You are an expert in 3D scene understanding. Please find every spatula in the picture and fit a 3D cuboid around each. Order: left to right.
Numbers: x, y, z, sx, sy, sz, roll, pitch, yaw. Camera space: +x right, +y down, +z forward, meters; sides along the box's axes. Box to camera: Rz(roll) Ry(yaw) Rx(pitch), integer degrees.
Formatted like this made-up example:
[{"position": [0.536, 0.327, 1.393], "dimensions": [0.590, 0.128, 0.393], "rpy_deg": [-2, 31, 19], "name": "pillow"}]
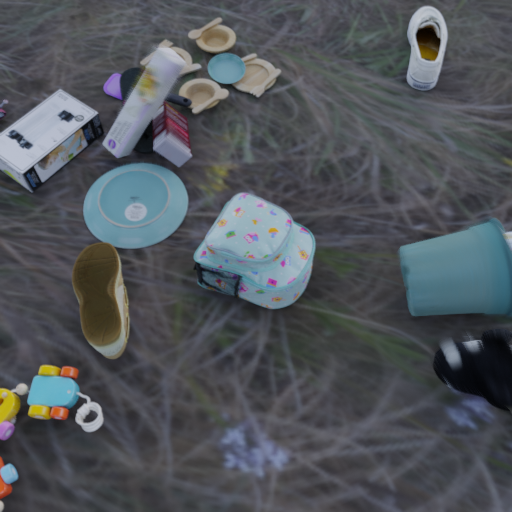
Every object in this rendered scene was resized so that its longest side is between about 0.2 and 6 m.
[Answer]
[{"position": [-2.598, -3.908, 13.478], "dimensions": [2.454, 0.252, 0.694], "rpy_deg": [18, 62, 23], "name": "spatula"}]

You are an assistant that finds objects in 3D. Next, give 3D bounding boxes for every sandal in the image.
[{"position": [-2.791, -3.413, 12.943], "dimensions": [0.891, 0.567, 2.371], "rpy_deg": [-18, 70, 4], "name": "sandal"}]

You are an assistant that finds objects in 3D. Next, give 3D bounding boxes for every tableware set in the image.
[{"position": [-1.161, -4.734, 14.012], "dimensions": [2.623, 0.364, 3.140], "rpy_deg": [-34, 65, -18], "name": "tableware set"}]

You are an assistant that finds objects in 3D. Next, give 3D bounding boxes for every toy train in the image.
[{"position": [-3.770, 2.952, 9.289], "dimensions": [2.441, 0.679, 1.833], "rpy_deg": [-32, 65, -14], "name": "toy train"}]

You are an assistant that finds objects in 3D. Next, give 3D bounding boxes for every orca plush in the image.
[{"position": [4.074, 2.159, 8.659], "dimensions": [2.914, 1.533, 1.036], "rpy_deg": [23, 38, 29], "name": "orca plush"}]

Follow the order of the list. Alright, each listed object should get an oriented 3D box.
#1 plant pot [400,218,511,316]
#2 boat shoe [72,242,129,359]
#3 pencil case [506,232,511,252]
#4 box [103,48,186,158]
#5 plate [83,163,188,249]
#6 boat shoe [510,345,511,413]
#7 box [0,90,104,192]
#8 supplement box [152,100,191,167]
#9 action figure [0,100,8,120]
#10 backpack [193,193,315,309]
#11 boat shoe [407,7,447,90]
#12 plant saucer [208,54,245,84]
[{"position": [3.586, 0.342, 10.192], "dimensions": [1.729, 1.765, 1.765], "rpy_deg": [-10, 59, 11], "name": "plant pot"}, {"position": [-2.866, 0.813, 10.431], "dimensions": [0.922, 0.827, 2.491], "rpy_deg": [-10, 48, -5], "name": "boat shoe"}, {"position": [4.994, 0.278, 10.819], "dimensions": [0.627, 0.684, 1.508], "rpy_deg": [6, 56, -10], "name": "pencil case"}, {"position": [-2.423, -3.234, 11.971], "dimensions": [0.497, 2.568, 0.532], "rpy_deg": [43, 29, 4], "name": "box"}, {"position": [-2.575, -1.166, 11.915], "dimensions": [2.234, 0.285, 2.234], "rpy_deg": [0, 59, -1], "name": "plate"}, {"position": [5.348, 2.643, 9.108], "dimensions": [1.225, 1.206, 3.289], "rpy_deg": [-35, 65, -19], "name": "boat shoe"}, {"position": [-4.710, -2.611, 12.561], "dimensions": [1.306, 0.673, 2.240], "rpy_deg": [32, 64, 18], "name": "box"}, {"position": [-1.885, -2.722, 12.407], "dimensions": [0.434, 0.776, 1.425], "rpy_deg": [-34, 45, 25], "name": "supplement box"}, {"position": [-6.248, -3.460, 13.315], "dimensions": [0.611, 0.550, 0.821], "rpy_deg": [-55, 49, 20], "name": "action figure"}, {"position": [0.071, -0.062, 10.550], "dimensions": [2.078, 1.593, 1.827], "rpy_deg": [25, 57, 9], "name": "backpack"}, {"position": [4.337, -5.509, 14.101], "dimensions": [1.014, 0.998, 2.859], "rpy_deg": [13, 60, 8], "name": "boat shoe"}, {"position": [-0.729, -4.584, 13.844], "dimensions": [0.929, 0.167, 0.929], "rpy_deg": [1, 67, -3], "name": "plant saucer"}]
